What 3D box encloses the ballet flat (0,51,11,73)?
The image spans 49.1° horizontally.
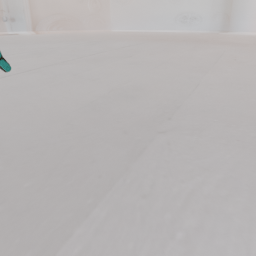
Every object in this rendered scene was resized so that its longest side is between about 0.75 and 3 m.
[{"bbox_3d":[-2.922,-1.543,6.226,0.288,0.842,0.286,22,65,17],"label":"ballet flat"}]
